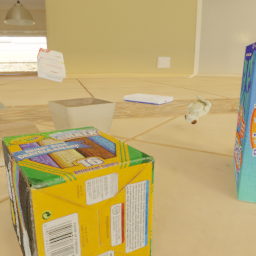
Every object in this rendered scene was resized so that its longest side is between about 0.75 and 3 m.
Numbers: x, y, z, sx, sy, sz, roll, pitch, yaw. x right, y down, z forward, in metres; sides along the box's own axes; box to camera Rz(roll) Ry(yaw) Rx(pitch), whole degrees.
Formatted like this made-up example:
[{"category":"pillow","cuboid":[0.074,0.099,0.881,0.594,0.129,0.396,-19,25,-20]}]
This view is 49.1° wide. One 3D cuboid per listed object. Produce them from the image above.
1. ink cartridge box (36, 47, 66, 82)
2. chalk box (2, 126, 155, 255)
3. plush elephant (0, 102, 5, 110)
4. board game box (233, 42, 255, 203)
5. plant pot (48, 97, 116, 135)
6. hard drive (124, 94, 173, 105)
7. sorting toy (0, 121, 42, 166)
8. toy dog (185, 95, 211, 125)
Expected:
[{"category":"ink cartridge box","cuboid":[-3.081,-2.439,11.195,0.975,0.565,1.674,10,42,-30]},{"category":"chalk box","cuboid":[-0.936,0.912,4.269,1.554,1.565,2.507,-8,17,-29]},{"category":"plush elephant","cuboid":[-5.924,-0.746,11.701,1.228,1.586,1.306,23,13,14]},{"category":"board game box","cuboid":[2.776,-0.262,6.012,0.675,3.000,2.281,5,14,17]},{"category":"plant pot","cuboid":[-1.428,-0.135,8.754,1.584,1.404,1.586,-10,16,-35]},{"category":"hard drive","cuboid":[1.271,-1.843,17.679,2.604,0.330,1.718,11,18,37]},{"category":"sorting toy","cuboid":[-3.724,0.501,8.279,2.571,0.507,2.778,-8,21,-29]},{"category":"toy dog","cuboid":[2.486,-0.600,10.261,0.665,0.954,0.925,44,-3,32]}]
